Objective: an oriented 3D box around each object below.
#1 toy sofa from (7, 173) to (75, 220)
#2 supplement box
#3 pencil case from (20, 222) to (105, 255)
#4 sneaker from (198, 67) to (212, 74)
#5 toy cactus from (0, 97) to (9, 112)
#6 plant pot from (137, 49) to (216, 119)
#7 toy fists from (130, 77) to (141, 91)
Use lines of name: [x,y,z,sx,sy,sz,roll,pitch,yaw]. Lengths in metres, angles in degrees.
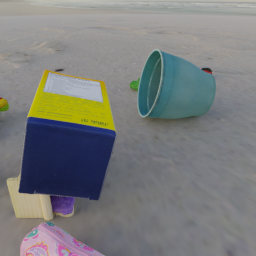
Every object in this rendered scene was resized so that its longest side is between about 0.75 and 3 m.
toy sofa: [-1.481,0.795,5.693,1.033,0.876,2.116,0,27,2]
supplement box: [-1.059,0.002,5.035,1.266,1.274,2.326,10,27,-14]
pencil case: [-0.708,1.850,3.808,1.585,0.693,0.693,15,30,29]
sneaker: [2.861,-2.441,12.611,1.673,0.663,0.799,3,12,-7]
toy cactus: [-4.301,-0.444,7.851,2.029,1.257,2.459,41,19,27]
plant pot: [1.520,-1.196,8.627,1.927,2.050,2.050,8,24,-15]
toy fists: [0.593,-1.807,11.447,0.580,0.391,1.138,10,29,34]
